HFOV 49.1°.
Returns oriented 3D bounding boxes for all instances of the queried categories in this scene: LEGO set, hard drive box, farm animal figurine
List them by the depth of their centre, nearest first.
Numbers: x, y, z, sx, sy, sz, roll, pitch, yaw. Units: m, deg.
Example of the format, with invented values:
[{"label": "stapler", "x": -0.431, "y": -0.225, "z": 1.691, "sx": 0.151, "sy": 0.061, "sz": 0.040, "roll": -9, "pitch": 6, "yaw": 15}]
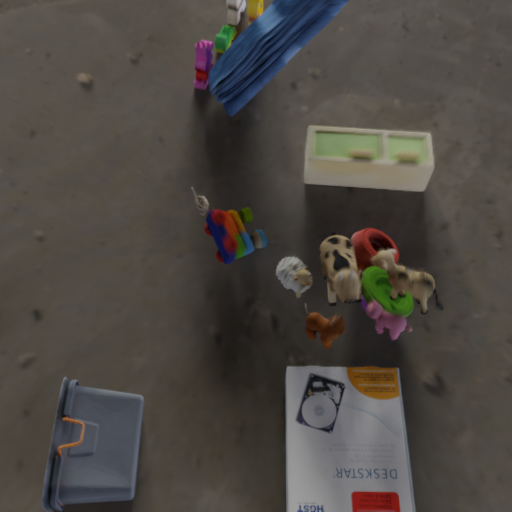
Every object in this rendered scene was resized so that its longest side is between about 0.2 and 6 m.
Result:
[{"label": "hard drive box", "x": 1.198, "y": 2.594, "z": 7.594, "sx": 1.592, "sy": 0.785, "sz": 2.043, "roll": 0, "pitch": 59, "yaw": 1}, {"label": "farm animal figurine", "x": 1.373, "y": 0.331, "z": 7.773, "sx": 1.822, "sy": 0.950, "sz": 1.802, "roll": -21, "pitch": 47, "yaw": -9}, {"label": "LEGO set", "x": -0.371, "y": -4.861, "z": 11.817, "sx": 1.095, "sy": 1.178, "sz": 2.870, "roll": 14, "pitch": 60, "yaw": 7}]

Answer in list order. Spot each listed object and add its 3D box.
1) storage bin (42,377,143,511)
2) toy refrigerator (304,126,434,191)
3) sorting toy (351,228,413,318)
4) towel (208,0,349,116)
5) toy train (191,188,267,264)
[{"label": "storage bin", "x": -2.121, "y": 2.516, "z": 7.516, "sx": 1.102, "sy": 1.194, "sz": 1.641, "roll": 5, "pitch": 59, "yaw": -9}, {"label": "toy refrigerator", "x": 2.019, "y": -1.798, "z": 10.222, "sx": 2.215, "sy": 0.775, "sz": 0.841, "roll": 5, "pitch": 59, "yaw": 2}, {"label": "sorting toy", "x": 1.881, "y": 0.413, "z": 8.753, "sx": 1.069, "sy": 0.730, "sz": 1.779, "roll": 20, "pitch": 44, "yaw": -18}, {"label": "towel", "x": 0.283, "y": -4.090, "z": 10.411, "sx": 3.008, "sy": 0.730, "sz": 1.680, "roll": -40, "pitch": 32, "yaw": 22}, {"label": "toy train", "x": -0.443, "y": -0.645, "z": 9.454, "sx": 0.834, "sy": 0.610, "sz": 1.441, "roll": -18, "pitch": 75, "yaw": -25}]
